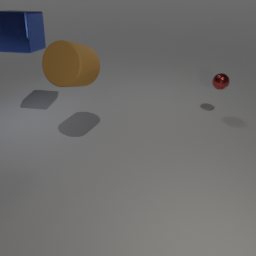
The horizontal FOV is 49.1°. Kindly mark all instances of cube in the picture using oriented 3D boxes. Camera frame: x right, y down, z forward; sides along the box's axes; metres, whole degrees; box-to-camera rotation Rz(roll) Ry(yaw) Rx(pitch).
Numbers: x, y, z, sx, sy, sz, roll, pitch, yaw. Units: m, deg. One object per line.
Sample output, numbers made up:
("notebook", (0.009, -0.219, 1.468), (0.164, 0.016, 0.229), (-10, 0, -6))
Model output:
("cube", (-4.107, -3.664, 10.600), (1.400, 1.400, 1.400), (5, 24, 8))

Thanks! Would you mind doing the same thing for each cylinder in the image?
("cylinder", (-1.815, -2.049, 9.125), (1.400, 1.400, 1.400), (11, 12, 17))

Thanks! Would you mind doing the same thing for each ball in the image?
("ball", (3.939, -1.965, 11.872), (0.700, 0.700, 0.700), (0, 32, 0))
